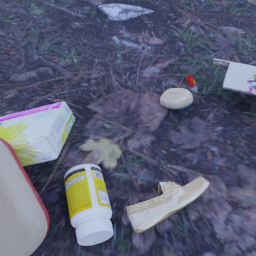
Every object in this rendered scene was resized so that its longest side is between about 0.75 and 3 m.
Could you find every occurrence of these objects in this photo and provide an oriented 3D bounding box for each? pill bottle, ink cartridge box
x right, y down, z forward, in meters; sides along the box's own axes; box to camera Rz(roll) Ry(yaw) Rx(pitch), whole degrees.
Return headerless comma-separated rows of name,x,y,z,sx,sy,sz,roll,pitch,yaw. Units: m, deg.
pill bottle,-0.843,1.620,6.015,0.873,0.873,1.528,-12,52,-10
ink cartridge box,3.428,-1.354,7.972,2.170,0.736,1.250,16,11,16

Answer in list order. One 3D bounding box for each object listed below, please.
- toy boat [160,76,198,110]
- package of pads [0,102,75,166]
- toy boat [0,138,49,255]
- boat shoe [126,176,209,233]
toy boat,1.610,-0.958,8.221,1.248,0.580,1.049,-45,37,-19
package of pads,-2.352,0.202,6.306,2.019,0.689,1.560,-13,31,13
toy boat,-2.602,1.386,5.660,1.662,1.664,2.546,-28,92,-1
boat shoe,0.879,1.510,6.170,1.999,0.737,0.691,-27,76,-19
